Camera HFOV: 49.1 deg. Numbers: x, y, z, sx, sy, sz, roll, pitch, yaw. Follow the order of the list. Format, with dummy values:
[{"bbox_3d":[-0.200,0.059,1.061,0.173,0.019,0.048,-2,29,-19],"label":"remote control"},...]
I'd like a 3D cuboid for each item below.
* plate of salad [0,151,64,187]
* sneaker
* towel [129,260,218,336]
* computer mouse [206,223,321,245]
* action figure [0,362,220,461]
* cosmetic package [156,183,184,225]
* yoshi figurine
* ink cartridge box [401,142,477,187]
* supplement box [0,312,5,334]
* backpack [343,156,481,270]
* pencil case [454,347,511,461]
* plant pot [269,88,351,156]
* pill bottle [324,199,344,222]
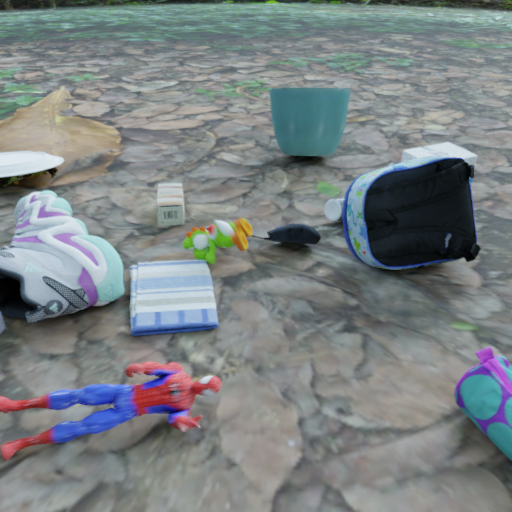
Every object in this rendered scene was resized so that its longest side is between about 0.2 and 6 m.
[{"bbox_3d":[-6.067,-2.083,13.721,2.636,0.633,2.636,-2,20,1],"label":"plate of salad"},{"bbox_3d":[-4.056,0.027,9.458,2.387,1.326,3.412,-24,38,-36],"label":"sneaker"},{"bbox_3d":[-1.423,0.666,9.478,1.419,0.230,1.932,-4,33,-10],"label":"towel"},{"bbox_3d":[0.130,-0.487,10.983,2.280,0.388,0.668,4,4,4],"label":"computer mouse"},{"bbox_3d":[-1.656,1.771,6.632,2.648,0.864,1.310,-9,-12,-17],"label":"action figure"},{"bbox_3d":[-1.872,-1.142,12.248,0.582,0.491,1.126,-4,31,-7],"label":"cosmetic package"},{"bbox_3d":[-0.705,-0.215,10.328,1.311,0.734,0.737,-10,-8,27],"label":"yoshi figurine"},{"bbox_3d":[4.171,-1.913,13.010,1.396,1.028,1.010,-14,35,-22],"label":"ink cartridge box"},{"bbox_3d":[-4.557,1.109,8.601,1.132,0.345,0.616,3,31,8],"label":"supplement box"},{"bbox_3d":[2.673,-0.741,10.242,2.179,1.994,1.602,-12,11,-16],"label":"backpack"},{"bbox_3d":[3.260,2.052,6.388,0.904,0.981,2.123,-21,34,-14],"label":"pencil case"},{"bbox_3d":[1.389,-3.525,14.812,2.123,1.704,2.123,1,13,0],"label":"plant pot"},{"bbox_3d":[1.905,-0.987,11.919,0.893,0.474,0.474,-7,28,-43],"label":"pill bottle"}]
